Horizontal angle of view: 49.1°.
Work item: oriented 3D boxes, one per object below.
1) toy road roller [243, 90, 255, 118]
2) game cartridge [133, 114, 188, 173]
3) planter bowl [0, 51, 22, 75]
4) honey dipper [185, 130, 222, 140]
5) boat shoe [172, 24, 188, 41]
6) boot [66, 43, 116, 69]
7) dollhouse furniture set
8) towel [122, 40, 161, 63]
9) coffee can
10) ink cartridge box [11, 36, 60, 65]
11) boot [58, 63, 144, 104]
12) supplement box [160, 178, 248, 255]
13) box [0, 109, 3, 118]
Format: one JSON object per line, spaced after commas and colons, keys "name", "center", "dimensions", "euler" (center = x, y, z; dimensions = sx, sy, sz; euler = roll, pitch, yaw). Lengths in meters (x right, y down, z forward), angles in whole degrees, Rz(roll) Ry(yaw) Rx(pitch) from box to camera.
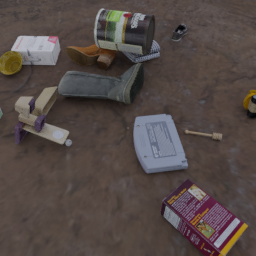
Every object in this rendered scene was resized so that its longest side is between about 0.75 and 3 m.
{"name": "toy road roller", "center": [4.908, -0.947, 10.211], "dimensions": [1.328, 0.816, 0.970], "euler": [1, 36, 1]}
{"name": "game cartridge", "center": [0.946, 0.468, 9.178], "dimensions": [1.481, 0.449, 2.221], "euler": [-3, 48, -8]}
{"name": "planter bowl", "center": [-4.872, -2.679, 11.883], "dimensions": [1.093, 0.455, 1.093], "euler": [-3, 75, 11]}
{"name": "honey dipper", "center": [2.549, 0.219, 9.528], "dimensions": [1.231, 0.234, 0.234], "euler": [8, 48, 10]}
{"name": "boat shoe", "center": [2.661, -4.912, 14.022], "dimensions": [0.548, 0.467, 1.638], "euler": [21, 51, 18]}
{"name": "boot", "center": [-1.551, -3.515, 12.452], "dimensions": [2.071, 0.794, 1.608], "euler": [15, 54, 6]}
{"name": "dollhouse furniture set", "center": [-2.401, -0.626, 9.482], "dimensions": [1.761, 1.966, 2.481], "euler": [20, 46, -3]}
{"name": "towel", "center": [0.515, -3.723, 12.783], "dimensions": [1.351, 0.698, 1.631], "euler": [-22, 51, -20]}
{"name": "coffee can", "center": [-0.109, -3.927, 11.484], "dimensions": [2.155, 1.577, 1.577], "euler": [11, 49, 12]}
{"name": "ink cartridge box", "center": [-4.070, -3.478, 12.527], "dimensions": [1.781, 0.737, 1.305], "euler": [1, 48, 1]}
{"name": "boot", "center": [-0.952, -1.865, 11.022], "dimensions": [2.856, 1.036, 2.597], "euler": [5, 35, 20]}
{"name": "supplement box", "center": [1.871, 2.343, 7.177], "dimensions": [1.036, 0.804, 1.877], "euler": [-35, 56, -27]}
{"name": "box", "center": [-5.125, -0.309, 9.771], "dimensions": [0.996, 0.546, 1.128], "euler": [3, 48, 3]}
